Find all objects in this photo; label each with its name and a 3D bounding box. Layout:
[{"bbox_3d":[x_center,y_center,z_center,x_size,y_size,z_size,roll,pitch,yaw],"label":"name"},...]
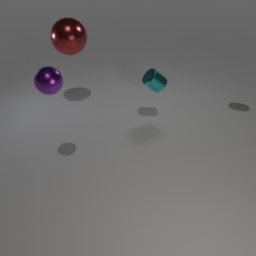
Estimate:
[{"bbox_3d":[1.018,-1.801,10.678,0.700,0.700,0.700,29,17,-34],"label":"cylinder"},{"bbox_3d":[-2.289,-3.540,10.868,1.400,1.400,1.400,0,33,0],"label":"ball"},{"bbox_3d":[-1.954,-1.163,6.901,0.700,0.700,0.700,0,33,0],"label":"ball"}]
